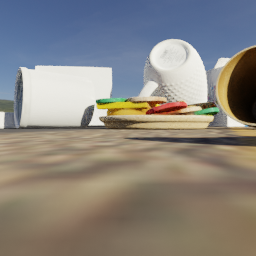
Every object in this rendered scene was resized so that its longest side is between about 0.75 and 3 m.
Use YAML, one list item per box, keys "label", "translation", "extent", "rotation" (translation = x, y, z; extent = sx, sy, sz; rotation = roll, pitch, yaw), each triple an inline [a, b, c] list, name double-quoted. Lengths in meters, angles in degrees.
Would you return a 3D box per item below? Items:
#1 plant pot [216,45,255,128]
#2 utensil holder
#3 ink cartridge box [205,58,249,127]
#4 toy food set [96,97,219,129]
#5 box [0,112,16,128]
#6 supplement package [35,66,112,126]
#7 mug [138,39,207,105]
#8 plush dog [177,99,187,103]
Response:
- label: "plant pot"
  translation: [3.108, -0.689, 6.319]
  extent: [1.724, 1.724, 1.850]
  rotation: [0, -12, 34]
- label: "utensil holder"
  translation: [-1.776, -0.647, 6.691]
  extent: [1.626, 1.382, 1.382]
  rotation: [2, -1, -31]
- label: "ink cartridge box"
  translation: [4.197, -1.397, 11.422]
  extent: [1.732, 2.695, 1.687]
  rotation: [0, 1, -20]
- label: "toy food set"
  translation: [0.688, -0.322, 6.605]
  extent: [2.789, 0.679, 2.761]
  rotation: [1, 1, 19]
- label: "box"
  translation: [-4.142, -0.187, 6.880]
  extent: [2.427, 0.441, 1.752]
  rotation: [1, 0, -37]
- label: "supplement package"
  translation: [-2.080, -1.107, 11.147]
  extent: [2.746, 2.112, 2.872]
  rotation: [0, -1, -9]
- label: "mug"
  translation: [1.305, -1.333, 9.272]
  extent: [2.102, 2.848, 2.497]
  rotation: [37, -13, 29]
- label: "plush dog"
  translation: [1.489, -0.496, 8.360]
  extent: [0.715, 0.765, 0.891]
  rotation: [31, 4, -6]
